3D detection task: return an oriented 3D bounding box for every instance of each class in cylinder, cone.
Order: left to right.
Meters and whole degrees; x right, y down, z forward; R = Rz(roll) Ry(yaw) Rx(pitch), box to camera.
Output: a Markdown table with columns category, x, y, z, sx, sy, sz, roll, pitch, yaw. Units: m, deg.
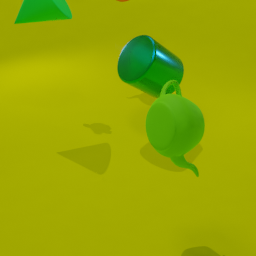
| category | x | y | z | sx | sy | sz | roll | pitch | yaw |
| --- | --- | --- | --- | --- | --- | --- | --- | --- | --- |
| cone | -2.363 | -3.010 | 7.089 | 1.349 | 1.344 | 1.344 | -29 | 29 | 13 |
| cylinder | 0.611 | -1.613 | 7.558 | 1.316 | 1.316 | 1.316 | 19 | 13 | -44 |

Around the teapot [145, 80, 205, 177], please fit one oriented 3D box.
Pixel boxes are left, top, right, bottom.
| category | x | y | z | sx | sy | sz | roll | pitch | yaw |
| --- | --- | --- | --- | --- | --- | --- | --- | --- | --- |
| teapot | 0.802 | 0.011 | 4.464 | 0.791 | 1.615 | 1.004 | -4 | -9 | -30 |

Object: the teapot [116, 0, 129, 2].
| category | x | y | z | sx | sy | sz | roll | pitch | yaw |
| --- | --- | --- | --- | --- | --- | --- | --- | --- | --- |
| teapot | -0.176 | -5.191 | 10.046 | 2.008 | 0.983 | 1.249 | -10 | 46 | 20 |
